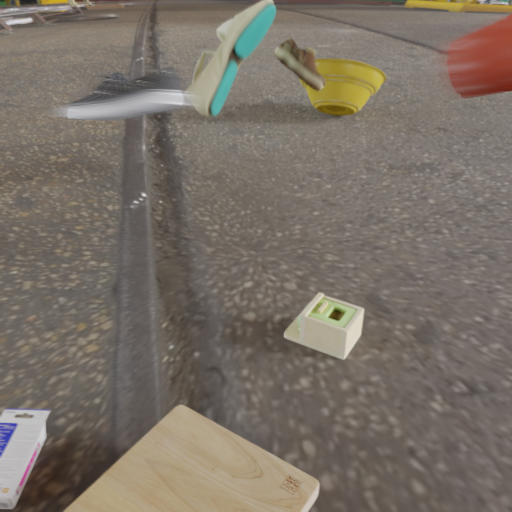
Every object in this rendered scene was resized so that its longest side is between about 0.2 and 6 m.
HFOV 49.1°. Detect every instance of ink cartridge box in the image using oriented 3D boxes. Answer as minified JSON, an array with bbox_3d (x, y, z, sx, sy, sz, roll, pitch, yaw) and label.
[{"bbox_3d":[-3.018,2.427,6.820,0.626,0.245,1.322,1,34,2],"label":"ink cartridge box"}]

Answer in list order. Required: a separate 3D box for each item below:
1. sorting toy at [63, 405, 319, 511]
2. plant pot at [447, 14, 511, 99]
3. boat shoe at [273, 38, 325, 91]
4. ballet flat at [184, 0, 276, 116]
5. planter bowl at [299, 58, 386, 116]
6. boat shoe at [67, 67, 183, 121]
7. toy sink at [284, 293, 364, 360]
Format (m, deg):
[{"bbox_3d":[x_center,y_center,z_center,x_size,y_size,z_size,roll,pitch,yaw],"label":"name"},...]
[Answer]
[{"bbox_3d":[-0.676,2.774,5.811,1.960,0.682,1.949,20,37,29],"label":"sorting toy"},{"bbox_3d":[3.612,-2.950,8.380,1.183,1.216,1.216,-4,21,46],"label":"plant pot"},{"bbox_3d":[1.086,-4.521,12.947,0.674,0.675,1.826,26,21,-53],"label":"boat shoe"},{"bbox_3d":[-0.663,-4.475,12.294,0.983,2.829,0.983,32,6,-4],"label":"ballet flat"},{"bbox_3d":[2.632,-5.266,18.047,2.894,1.205,2.894,9,0,0],"label":"planter bowl"},{"bbox_3d":[-1.686,-2.046,7.043,1.636,0.542,0.572,-3,8,26],"label":"boat shoe"},{"bbox_3d":[1.045,1.032,8.753,1.063,0.595,0.693,18,36,26],"label":"toy sink"}]
